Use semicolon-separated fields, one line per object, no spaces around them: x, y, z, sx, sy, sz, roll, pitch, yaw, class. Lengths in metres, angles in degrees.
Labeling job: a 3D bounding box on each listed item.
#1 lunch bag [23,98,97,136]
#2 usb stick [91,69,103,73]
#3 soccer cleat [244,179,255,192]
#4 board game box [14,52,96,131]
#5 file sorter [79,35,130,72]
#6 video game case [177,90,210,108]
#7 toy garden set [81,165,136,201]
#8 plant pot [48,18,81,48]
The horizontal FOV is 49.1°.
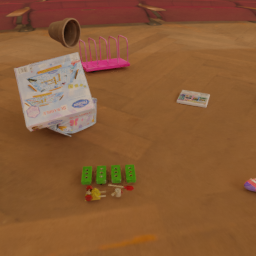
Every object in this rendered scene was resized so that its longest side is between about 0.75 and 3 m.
-2.704;-0.610;11.161;1.969;1.476;2.322;21;28;27;lunch bag
-1.772;-3.526;16.890;0.963;0.157;0.267;-27;34;-36;usb stick
4.173;1.812;8.294;1.352;0.451;0.517;7;34;4;soccer cleat
-2.392;-1.225;9.174;2.198;0.452;2.192;-16;71;-6;board game box
-1.485;-4.591;16.940;2.702;1.694;1.878;-11;27;-17;file sorter
3.190;-1.439;13.630;1.394;0.165;1.269;12;35;17;video game case
-0.583;1.702;8.586;1.658;0.331;1.382;-2;31;-4;toy garden set
-2.375;-3.499;10.186;0.906;1.038;1.038;18;37;24;plant pot
